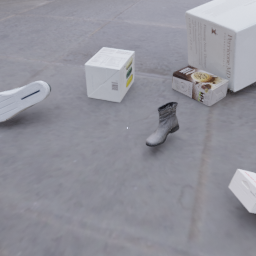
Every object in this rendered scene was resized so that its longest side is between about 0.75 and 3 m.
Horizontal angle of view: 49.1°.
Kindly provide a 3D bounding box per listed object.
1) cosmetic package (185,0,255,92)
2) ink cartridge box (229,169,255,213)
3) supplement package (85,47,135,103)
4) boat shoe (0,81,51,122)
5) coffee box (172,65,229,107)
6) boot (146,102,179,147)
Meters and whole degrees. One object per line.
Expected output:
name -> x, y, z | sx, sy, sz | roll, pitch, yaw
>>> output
cosmetic package -> 3.828, -3.207, 10.172 | 2.276, 2.290, 2.736 | -25, 41, -12
ink cartridge box -> 2.794, 1.346, 5.675 | 1.181, 0.498, 0.863 | 14, 20, -16
supplement package -> -0.589, -1.926, 9.941 | 1.247, 1.256, 1.655 | 11, 38, 14
boat shoe -> -3.390, -0.765, 8.507 | 2.366, 0.853, 0.839 | -17, 7, 4
coffee box -> 2.508, -1.533, 9.896 | 0.963, 0.680, 1.704 | -30, 46, -32
boot -> 0.872, -0.138, 7.450 | 0.459, 0.865, 1.314 | 16, 41, 38
